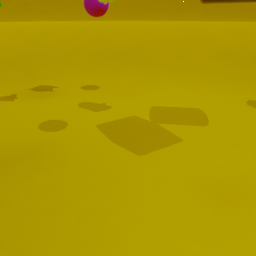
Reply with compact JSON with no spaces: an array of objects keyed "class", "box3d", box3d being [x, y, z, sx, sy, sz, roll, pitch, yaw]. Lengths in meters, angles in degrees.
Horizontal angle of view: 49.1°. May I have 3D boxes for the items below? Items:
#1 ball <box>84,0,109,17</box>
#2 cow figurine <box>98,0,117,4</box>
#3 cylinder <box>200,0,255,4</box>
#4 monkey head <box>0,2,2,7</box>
[{"class":"ball","box3d":[-0.954,-3.748,8.452,0.756,0.756,0.756,0,23,0]},{"class":"cow figurine","box3d":[-0.448,-3.350,5.814,0.737,1.342,1.320,-45,4,-26]},{"class":"cylinder","box3d":[2.048,-2.997,5.064,1.347,1.347,1.347,3,23,10]},{"class":"monkey head","box3d":[-3.623,-3.203,7.229,1.039,0.626,0.747,37,1,-3]}]
